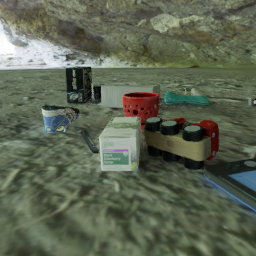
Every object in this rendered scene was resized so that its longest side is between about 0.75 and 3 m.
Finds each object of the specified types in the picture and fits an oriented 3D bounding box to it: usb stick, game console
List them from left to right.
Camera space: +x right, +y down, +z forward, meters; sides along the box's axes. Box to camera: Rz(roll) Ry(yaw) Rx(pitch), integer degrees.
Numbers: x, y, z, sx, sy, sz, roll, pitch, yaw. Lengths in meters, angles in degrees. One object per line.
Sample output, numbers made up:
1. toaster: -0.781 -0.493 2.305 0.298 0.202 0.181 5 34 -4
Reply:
1. usb stick: -0.898 0.317 6.541 0.213 0.125 0.768 16 27 -44
2. game console: 2.865 0.439 4.499 2.209 1.531 2.588 -5 15 -20

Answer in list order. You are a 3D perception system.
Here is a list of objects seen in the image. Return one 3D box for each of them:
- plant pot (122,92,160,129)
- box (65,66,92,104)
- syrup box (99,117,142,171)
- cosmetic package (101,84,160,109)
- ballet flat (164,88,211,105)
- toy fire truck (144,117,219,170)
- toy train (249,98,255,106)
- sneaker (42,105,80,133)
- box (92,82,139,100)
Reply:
1. plant pot: 0.412 -0.560 9.071 1.191 1.084 1.191 1 14 0
2. box: -2.425 -2.217 14.096 0.889 1.690 2.064 1 16 3
3. syrup box: -0.106 0.297 6.453 0.750 0.776 1.904 -1 15 5
4. cosmetic package: 0.136 -1.406 12.363 2.390 1.078 1.277 2 11 18
5. ballet flat: 2.838 -1.513 13.231 2.198 0.774 0.740 2 12 6
6. toy fire truck: 1.511 0.197 6.659 1.833 1.179 1.614 -26 28 -38
7. toy train: 6.094 -1.223 12.858 1.113 0.474 0.634 -7 7 -25
8. sneaker: -2.114 -0.298 8.764 0.773 0.786 2.041 4 4 13
9. box: -0.661 -2.009 15.144 2.478 0.745 1.445 -2 15 -10
